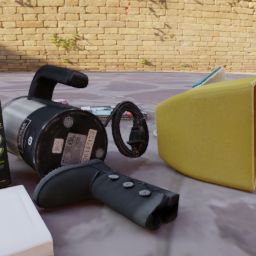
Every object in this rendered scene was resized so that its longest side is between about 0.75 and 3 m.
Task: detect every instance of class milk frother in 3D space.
[{"bbox_3d":[-1.317,0.074,6.974,2.666,2.558,2.835,18,-13,48],"label":"milk frother"}]

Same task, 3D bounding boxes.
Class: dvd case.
[{"bbox_3d":[-0.703,-0.681,12.628,2.898,0.319,2.116,-1,14,-9],"label":"dvd case"}]

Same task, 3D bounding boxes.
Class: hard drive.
[{"bbox_3d":[-2.716,1.572,3.762,2.891,0.380,1.906,-9,17,-30],"label":"hard drive"}]

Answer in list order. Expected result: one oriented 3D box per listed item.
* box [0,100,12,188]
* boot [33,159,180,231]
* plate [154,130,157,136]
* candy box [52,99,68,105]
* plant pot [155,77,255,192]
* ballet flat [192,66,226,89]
[{"bbox_3d":[-3.300,0.303,5.733,1.147,1.846,1.371,-14,20,-43],"label":"box"},{"bbox_3d":[-0.373,1.233,4.793,2.025,0.665,1.669,21,31,38],"label":"boot"},{"bbox_3d":[1.623,0.241,9.298,1.552,0.198,1.552,1,14,0],"label":"plate"},{"bbox_3d":[-3.745,-1.384,15.409,0.599,0.268,0.878,-10,17,-31],"label":"candy box"},{"bbox_3d":[1.895,-0.005,6.692,2.230,2.166,2.180,0,13,28],"label":"plant pot"},{"bbox_3d":[3.213,-1.622,10.710,0.963,0.963,2.774,0,-2,-2],"label":"ballet flat"}]
